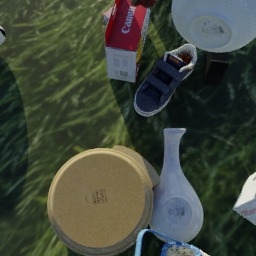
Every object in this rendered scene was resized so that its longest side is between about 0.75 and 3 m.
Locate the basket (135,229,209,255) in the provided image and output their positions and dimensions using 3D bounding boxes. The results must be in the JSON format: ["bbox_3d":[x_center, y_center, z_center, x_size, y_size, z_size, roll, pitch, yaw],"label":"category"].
[{"bbox_3d":[0.964,3.304,5.870,2.081,1.448,1.835,27,62,-23],"label":"basket"}]

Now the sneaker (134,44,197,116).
[{"bbox_3d":[1.138,-1.566,8.563,1.047,1.060,2.670,36,71,14],"label":"sneaker"}]

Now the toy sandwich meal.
[{"bbox_3d":[-0.615,1.742,7.085,2.860,0.980,2.860,-1,68,2],"label":"toy sandwich meal"}]

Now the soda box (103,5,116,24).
[{"bbox_3d":[-0.364,-4.206,10.175,0.409,0.380,1.196,40,71,17],"label":"soda box"}]

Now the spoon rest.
[{"bbox_3d":[1.228,1.496,7.337,1.434,0.875,2.886,1,78,2],"label":"spoon rest"}]

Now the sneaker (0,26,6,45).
[{"bbox_3d":[-5.668,-3.188,9.298,2.625,1.058,1.922,-33,73,-9],"label":"sneaker"}]

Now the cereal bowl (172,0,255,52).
[{"bbox_3d":[1.902,-2.423,6.181,2.118,2.118,0.882,22,69,10],"label":"cereal bowl"}]

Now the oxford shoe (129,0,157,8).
[{"bbox_3d":[0.329,-2.913,6.320,0.751,0.265,0.281,-11,63,-39],"label":"oxford shoe"}]

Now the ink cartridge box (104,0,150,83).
[{"bbox_3d":[0.027,-2.970,8.668,0.968,2.026,2.308,11,66,5],"label":"ink cartridge box"}]

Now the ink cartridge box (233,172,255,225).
[{"bbox_3d":[3.945,2.057,6.382,2.510,1.823,1.046,34,70,15],"label":"ink cartridge box"}]

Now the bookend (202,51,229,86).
[{"bbox_3d":[2.746,-2.115,8.759,0.531,1.146,1.153,9,64,5],"label":"bookend"}]
